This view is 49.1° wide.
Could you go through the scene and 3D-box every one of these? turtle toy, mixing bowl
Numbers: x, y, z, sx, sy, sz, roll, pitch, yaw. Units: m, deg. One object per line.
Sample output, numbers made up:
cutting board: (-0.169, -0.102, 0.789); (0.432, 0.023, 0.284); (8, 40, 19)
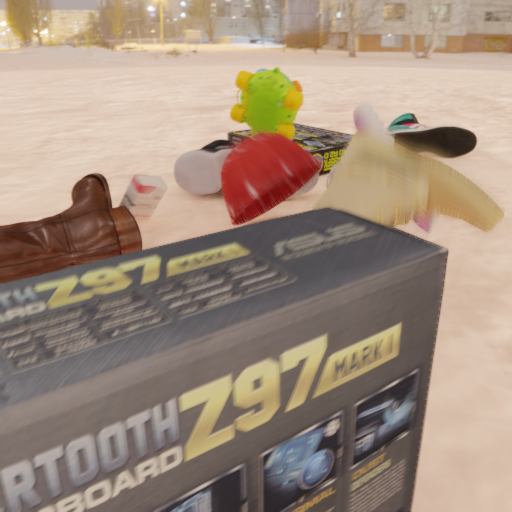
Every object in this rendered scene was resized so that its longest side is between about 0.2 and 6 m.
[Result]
turtle toy: (0.294, -3.235, 12.422); (1.544, 2.118, 1.071); (25, 46, 10)
mixing bowl: (0.092, -1.624, 10.871); (2.089, 1.132, 2.089); (-34, -6, -4)

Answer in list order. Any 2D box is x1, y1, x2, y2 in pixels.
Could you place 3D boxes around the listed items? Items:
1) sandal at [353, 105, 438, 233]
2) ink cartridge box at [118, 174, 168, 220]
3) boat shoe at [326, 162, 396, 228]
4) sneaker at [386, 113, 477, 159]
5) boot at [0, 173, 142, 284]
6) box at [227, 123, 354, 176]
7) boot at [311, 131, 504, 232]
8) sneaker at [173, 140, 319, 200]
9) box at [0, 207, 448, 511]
sandal: (2.143, -1.347, 9.235); (0.626, 1.036, 2.547); (-26, 65, 2)
ink cartridge box: (-2.307, -1.183, 11.365); (0.649, 0.896, 0.378); (-2, 48, -46)
boat shoe: (1.880, -1.238, 11.846); (1.128, 0.977, 2.645); (-10, 35, -14)
sneaker: (5.166, -3.677, 17.166); (2.781, 1.163, 1.679); (1, 33, 5)
boot: (-4.165, -0.434, 9.825); (3.501, 1.125, 3.263); (-17, 27, -25)
box: (1.223, -3.157, 16.340); (2.729, 0.754, 3.406); (-19, 30, -36)
boot: (1.886, -0.478, 8.016); (2.629, 2.044, 0.957); (37, 3, 37)
sneaker: (-0.213, -2.179, 13.442); (3.335, 1.258, 1.898); (2, 21, 0)
box: (-0.741, 1.552, 2.708); (3.729, 2.940, 0.951); (-17, 29, -32)
